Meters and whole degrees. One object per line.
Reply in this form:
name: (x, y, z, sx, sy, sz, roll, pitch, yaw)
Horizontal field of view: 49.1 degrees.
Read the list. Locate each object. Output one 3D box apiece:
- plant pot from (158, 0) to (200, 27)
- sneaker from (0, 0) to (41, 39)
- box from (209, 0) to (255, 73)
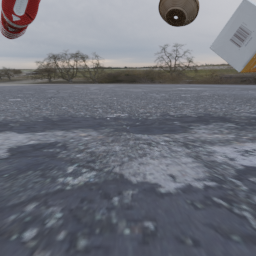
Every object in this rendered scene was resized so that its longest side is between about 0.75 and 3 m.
plant pot: (1.646, -3.843, 9.285, 1.379, 0.637, 1.379, 12, -31, 7)
sneaker: (-2.357, -3.094, 6.325, 0.943, 2.407, 1.390, 31, -25, -28)
box: (3.596, -2.454, 7.785, 2.349, 1.461, 1.145, -14, 55, -47)
